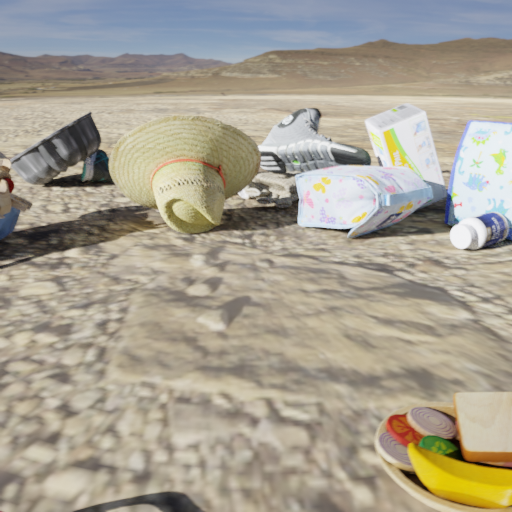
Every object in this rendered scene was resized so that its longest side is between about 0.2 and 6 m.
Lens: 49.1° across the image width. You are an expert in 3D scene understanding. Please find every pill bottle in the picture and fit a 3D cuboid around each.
[{"bbox_3d":[3.837,-0.416,9.678,1.008,0.560,0.560,-14,24,-32],"label":"pill bottle"}]

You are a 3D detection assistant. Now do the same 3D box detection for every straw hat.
[{"bbox_3d":[-1.225,-1.122,10.351,3.016,3.016,1.276,-5,62,-15],"label":"straw hat"}]

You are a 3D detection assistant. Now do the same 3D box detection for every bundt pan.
[{"bbox_3d":[-4.983,-2.616,14.218,2.484,0.932,2.484,-29,18,10],"label":"bundt pan"}]

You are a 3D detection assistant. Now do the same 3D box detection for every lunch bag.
[{"bbox_3d":[4.592,-1.431,10.336,1.285,2.017,1.715,-18,26,-40],"label":"lunch bag"},{"bbox_3d":[2.000,-1.061,10.493,1.699,1.274,2.004,-16,15,-41],"label":"lunch bag"}]

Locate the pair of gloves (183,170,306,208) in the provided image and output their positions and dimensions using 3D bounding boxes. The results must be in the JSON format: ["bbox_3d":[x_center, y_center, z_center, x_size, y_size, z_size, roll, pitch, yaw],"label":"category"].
[{"bbox_3d":[-0.357,-1.842,13.574,3.542,0.621,3.012,12,18,17],"label":"pair of gloves"}]

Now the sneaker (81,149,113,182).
[{"bbox_3d":[-4.101,-2.353,15.063,0.909,0.773,1.994,10,23,-11],"label":"sneaker"}]

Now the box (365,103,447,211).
[{"bbox_3d":[3.147,-2.032,11.748,0.988,1.950,1.097,-22,25,5],"label":"box"}]

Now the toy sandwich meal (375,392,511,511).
[{"bbox_3d":[1.728,1.473,4.493,1.535,0.526,1.535,0,20,0],"label":"toy sandwich meal"}]

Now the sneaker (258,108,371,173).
[{"bbox_3d":[1.378,-2.660,12.465,2.818,1.057,1.627,11,63,32],"label":"sneaker"}]

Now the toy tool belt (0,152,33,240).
[{"bbox_3d":[-4.733,-0.695,9.517,1.621,1.647,2.637,33,28,5],"label":"toy tool belt"}]
